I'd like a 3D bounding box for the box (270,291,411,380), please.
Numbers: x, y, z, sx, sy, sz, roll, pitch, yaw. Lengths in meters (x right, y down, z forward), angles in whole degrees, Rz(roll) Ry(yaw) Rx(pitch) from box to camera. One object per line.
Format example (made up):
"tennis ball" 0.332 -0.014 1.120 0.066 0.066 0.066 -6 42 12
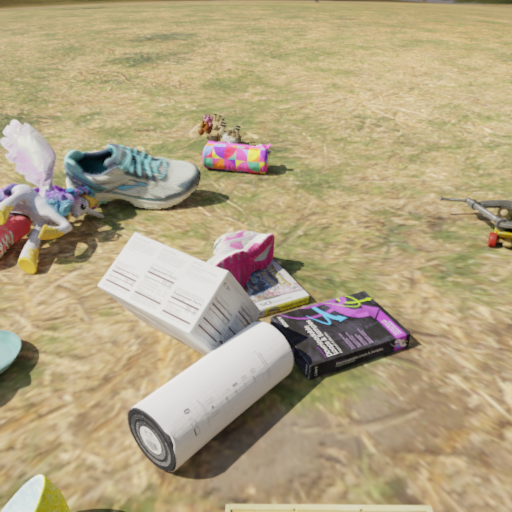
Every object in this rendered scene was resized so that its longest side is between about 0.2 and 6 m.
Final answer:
"box" 1.306 1.198 8.883 1.830 0.330 1.308 -14 34 -21

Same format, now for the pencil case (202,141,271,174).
"pencil case" -0.503 -2.622 14.752 1.811 0.801 0.801 4 31 9

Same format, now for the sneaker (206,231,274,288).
"sneaker" -0.448 0.059 10.079 0.846 0.781 1.919 15 25 27

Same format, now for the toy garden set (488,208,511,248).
"toy garden set" 6.120 -0.731 11.850 2.245 0.537 2.693 10 33 15

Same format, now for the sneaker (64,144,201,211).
"sneaker" -2.826 -1.852 12.645 3.103 1.339 1.204 -3 57 -2

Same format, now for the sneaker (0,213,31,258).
"sneaker" -5.171 -0.146 10.942 0.849 0.721 1.956 34 48 24

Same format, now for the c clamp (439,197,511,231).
"c clamp" 5.043 -0.883 11.744 1.652 0.262 1.934 -3 23 -11

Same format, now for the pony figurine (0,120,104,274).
"pony figurine" -4.676 -1.120 11.454 2.606 2.248 2.699 35 30 -5

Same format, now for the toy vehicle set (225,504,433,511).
"toy vehicle set" 0.790 3.205 5.599 2.283 0.303 1.419 1 31 1

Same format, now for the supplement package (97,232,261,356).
"supplement package" -1.115 0.658 8.431 1.850 1.441 1.026 22 71 31

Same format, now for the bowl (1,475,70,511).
"bowl" -2.216 2.957 5.449 0.741 1.376 1.376 41 27 -17

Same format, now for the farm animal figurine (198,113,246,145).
"farm animal figurine" -1.038 -3.580 16.456 1.424 0.751 1.440 21 28 10

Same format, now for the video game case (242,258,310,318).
"video game case" 0.058 0.571 10.056 1.300 0.183 1.438 -14 34 -21

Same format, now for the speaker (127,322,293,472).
"speaker" -0.514 1.761 7.391 0.920 0.920 2.265 24 39 34

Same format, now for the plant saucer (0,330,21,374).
"plant saucer" -4.098 1.547 8.376 1.160 0.209 1.160 -3 31 2
